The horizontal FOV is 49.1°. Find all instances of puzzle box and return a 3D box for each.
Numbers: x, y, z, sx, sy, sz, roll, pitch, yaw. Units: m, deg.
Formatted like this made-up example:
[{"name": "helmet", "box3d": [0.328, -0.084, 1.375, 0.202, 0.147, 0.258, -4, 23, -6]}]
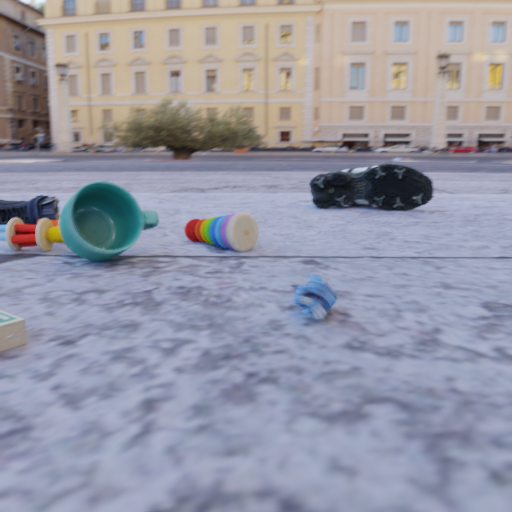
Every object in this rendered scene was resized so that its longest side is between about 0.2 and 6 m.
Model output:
[{"name": "puzzle box", "box3d": [-3.671, 0.751, 5.799, 2.262, 0.288, 1.505, 10, 15, 37]}]

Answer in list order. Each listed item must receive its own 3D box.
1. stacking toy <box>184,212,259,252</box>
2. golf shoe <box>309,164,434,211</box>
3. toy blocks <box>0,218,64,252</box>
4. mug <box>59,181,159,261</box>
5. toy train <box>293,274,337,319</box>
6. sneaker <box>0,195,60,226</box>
[{"name": "stacking toy", "box3d": [-0.766, -0.462, 10.838, 0.736, 0.736, 1.724, -11, 9, -42]}, {"name": "golf shoe", "box3d": [3.368, -2.063, 16.413, 3.514, 1.366, 1.660, 4, 13, 13]}, {"name": "toy blocks", "box3d": [-4.050, -0.478, 10.713, 1.743, 0.633, 1.453, 1, 13, 8]}, {"name": "mug", "box3d": [-2.560, -0.475, 9.509, 1.501, 1.233, 0.928, 31, -29, -24]}, {"name": "toy train", "box3d": [0.706, 0.495, 6.608, 0.332, 0.437, 0.766, -43, 1, 18]}, {"name": "sneaker", "box3d": [-5.390, -0.998, 12.883, 1.378, 0.725, 1.908, 2, 11, 23]}]
